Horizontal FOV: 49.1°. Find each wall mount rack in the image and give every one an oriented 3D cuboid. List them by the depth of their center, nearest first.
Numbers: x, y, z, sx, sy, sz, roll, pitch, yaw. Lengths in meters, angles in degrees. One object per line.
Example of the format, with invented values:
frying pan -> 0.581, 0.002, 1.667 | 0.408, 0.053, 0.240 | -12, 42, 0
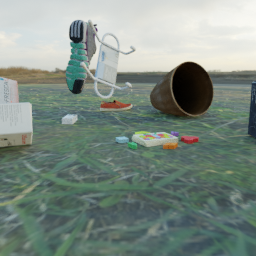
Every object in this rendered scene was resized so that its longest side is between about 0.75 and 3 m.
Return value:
wall mount rack -> -0.613, -1.906, 7.682 | 1.759, 2.024, 0.755 | 16, -15, -38

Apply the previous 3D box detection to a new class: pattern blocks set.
pattern blocks set -> 0.863, 0.330, 8.791 | 2.247, 0.182, 1.975 | -9, 14, -36

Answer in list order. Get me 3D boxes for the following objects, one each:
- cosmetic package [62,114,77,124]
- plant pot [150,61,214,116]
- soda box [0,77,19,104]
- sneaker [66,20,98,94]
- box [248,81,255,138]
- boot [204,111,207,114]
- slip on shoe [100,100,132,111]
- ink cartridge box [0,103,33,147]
cosmetic package -> -2.499, -0.381, 12.046 | 0.447, 0.274, 1.084 | -1, 12, 0
plant pot -> 2.344, -1.711, 14.002 | 2.553, 2.553, 2.731 | -6, -1, -29
soda box -> -4.439, -0.578, 8.418 | 2.810, 0.893, 0.961 | -23, -19, 35
sneaker -> -1.715, -2.823, 11.449 | 1.084, 2.913, 1.275 | 22, 23, 31
box -> 4.655, -0.482, 8.576 | 1.142, 1.843, 1.811 | 0, 12, 0
boot -> 3.842, -0.994, 14.712 | 1.124, 0.424, 1.283 | 10, 14, 39
slip on shoe -> -0.632, -1.271, 15.630 | 1.941, 0.594, 0.719 | -4, 10, -25
ink cartridge box -> -3.665, -0.016, 7.526 | 2.069, 0.872, 1.510 | -4, -14, -21
